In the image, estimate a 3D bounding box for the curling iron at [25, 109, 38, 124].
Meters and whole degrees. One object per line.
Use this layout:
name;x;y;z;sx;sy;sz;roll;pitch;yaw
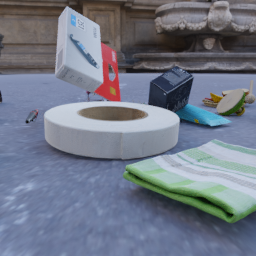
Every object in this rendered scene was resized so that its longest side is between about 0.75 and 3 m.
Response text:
curling iron;-2.508;-0.267;7.347;0.196;0.381;1.537;16;5;-16

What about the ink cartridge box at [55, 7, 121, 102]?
ink cartridge box;-1.064;-2.265;8.915;2.410;2.735;0.612;21;-43;-35

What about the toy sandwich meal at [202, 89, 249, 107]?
toy sandwich meal;3.906;-1.219;11.156;1.888;0.646;1.888;0;13;0

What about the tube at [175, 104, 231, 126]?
tube;1.922;-0.417;8.188;0.816;0.531;2.107;-14;23;-28

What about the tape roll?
tape roll;-0.343;-0.084;6.162;2.936;0.537;2.936;3;15;-1

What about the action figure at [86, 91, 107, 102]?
action figure;-1.207;-1.686;12.229;1.098;1.220;1.639;11;2;21

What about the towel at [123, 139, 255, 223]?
towel;1.267;0.549;3.849;2.230;0.342;1.663;-7;12;-43

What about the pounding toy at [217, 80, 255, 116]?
pounding toy;3.624;-0.766;9.110;1.360;0.631;1.050;-35;20;44

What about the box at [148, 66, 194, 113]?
box;1.161;-0.954;7.759;1.060;1.079;0.669;-35;57;-28

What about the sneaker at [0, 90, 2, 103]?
sneaker;-5.665;-1.216;11.425;0.852;0.558;1.475;-6;15;-14

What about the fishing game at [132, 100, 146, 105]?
fishing game;0.527;-0.790;9.951;2.586;0.402;1.852;-6;11;-23
